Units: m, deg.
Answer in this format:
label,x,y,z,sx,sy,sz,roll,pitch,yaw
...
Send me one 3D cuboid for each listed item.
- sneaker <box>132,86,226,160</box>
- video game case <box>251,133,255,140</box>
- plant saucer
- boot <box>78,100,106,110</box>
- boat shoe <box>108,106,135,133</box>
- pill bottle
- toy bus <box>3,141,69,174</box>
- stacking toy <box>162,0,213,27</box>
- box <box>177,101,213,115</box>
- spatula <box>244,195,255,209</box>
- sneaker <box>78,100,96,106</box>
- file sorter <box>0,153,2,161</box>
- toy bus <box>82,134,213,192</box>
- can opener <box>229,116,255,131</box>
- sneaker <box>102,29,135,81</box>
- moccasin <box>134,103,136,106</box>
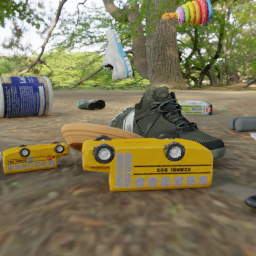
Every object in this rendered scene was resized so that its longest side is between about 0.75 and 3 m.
label,x,y,z,sx,sy,sz,roll,pitch,yaw
sneaker,0.876,-0.117,5.634,0.913,1.369,2.389,-8,14,-31
video game case,3.585,0.274,7.049,0.733,0.092,1.024,2,9,12
plant saucer,-0.395,0.289,4.831,1.549,0.290,1.549,10,-16,3
boot,-1.934,-1.241,15.090,0.924,0.517,1.335,1,7,38
boat shoe,0.101,-0.263,7.997,0.761,0.845,2.391,5,12,16
pill bottle,-4.759,-1.297,11.686,2.913,1.685,1.685,-7,12,-32
toy bus,-1.551,0.488,4.762,1.052,0.412,0.342,-5,9,-26
stacking toy,2.146,-4.249,10.442,1.811,0.994,1.051,-12,-10,-5
box,3.197,-1.029,13.763,1.459,0.460,2.650,1,9,7
spatula,2.253,0.782,3.573,2.008,0.206,0.567,-8,18,-25
sneaker,-2.451,-1.394,16.416,1.208,0.469,0.551,-2,-7,-38
file sorter,-2.770,0.190,4.103,1.374,1.233,1.980,-3,10,-17
toy bus,0.253,0.478,3.952,1.759,0.689,0.572,-1,12,-7
can opener,4.318,-0.360,8.673,2.408,0.805,0.642,-2,10,-14
sneaker,-0.533,-2.526,9.713,0.929,2.144,0.804,-21,-27,1
moccasin,0.975,-1.105,14.085,1.314,0.507,0.481,2,10,14
